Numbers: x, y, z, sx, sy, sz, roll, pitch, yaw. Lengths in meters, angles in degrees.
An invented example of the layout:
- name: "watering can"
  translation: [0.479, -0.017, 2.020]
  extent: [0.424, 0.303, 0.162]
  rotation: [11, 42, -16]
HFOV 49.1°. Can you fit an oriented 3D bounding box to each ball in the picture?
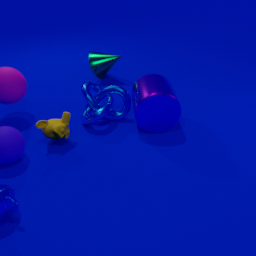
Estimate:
- name: "ball"
  translation: [-2.805, 0.384, 6.405]
  extent: [0.851, 0.851, 0.851]
  rotation: [0, 34, 0]
- name: "ball"
  translation: [-3.386, -1.180, 7.847]
  extent: [1.041, 1.041, 1.041]
  rotation: [0, 34, 0]

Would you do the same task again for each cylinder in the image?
- name: "cylinder"
  translation: [0.733, -0.687, 7.656]
  extent: [1.214, 1.214, 1.214]
  rotation: [-2, 35, -3]

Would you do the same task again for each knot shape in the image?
- name: "knot shape"
  translation: [-0.781, -0.795, 8.027]
  extent: [1.520, 0.702, 1.423]
  rotation: [-25, 60, -16]

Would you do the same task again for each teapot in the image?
- name: "teapot"
  translation: [-2.474, 1.388, 5.132]
  extent: [1.174, 0.575, 0.730]
  rotation: [-4, 9, 21]

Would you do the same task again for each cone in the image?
- name: "cone"
  translation: [-0.692, -2.425, 10.109]
  extent: [1.050, 1.046, 1.046]
  rotation: [-14, 28, 24]

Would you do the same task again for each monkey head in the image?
- name: "monkey head"
  translation: [-1.784, -0.075, 7.029]
  extent: [0.635, 0.758, 1.054]
  rotation: [14, -3, 20]
